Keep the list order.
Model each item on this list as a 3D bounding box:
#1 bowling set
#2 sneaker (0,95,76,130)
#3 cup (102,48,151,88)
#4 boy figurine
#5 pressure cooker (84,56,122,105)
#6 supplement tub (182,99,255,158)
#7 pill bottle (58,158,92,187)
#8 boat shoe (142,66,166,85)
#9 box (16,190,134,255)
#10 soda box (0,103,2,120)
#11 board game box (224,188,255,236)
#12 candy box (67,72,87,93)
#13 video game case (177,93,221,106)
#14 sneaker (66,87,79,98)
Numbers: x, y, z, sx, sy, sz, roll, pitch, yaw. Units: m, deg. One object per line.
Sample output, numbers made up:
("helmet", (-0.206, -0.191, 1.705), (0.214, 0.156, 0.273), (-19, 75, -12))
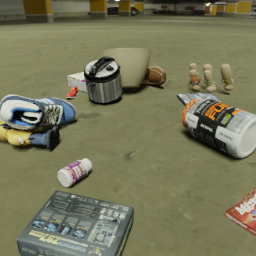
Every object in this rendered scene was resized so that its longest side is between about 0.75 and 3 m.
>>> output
("bowling set", (3.971, -2.434, 14.978), (1.920, 1.481, 2.759), (-33, 30, -25))
("sneaker", (-3.130, -0.424, 10.294), (2.970, 1.197, 2.175), (8, 15, -29))
("cup", (-0.059, -3.103, 14.950), (2.574, 1.841, 2.574), (-2, 4, 0))
("boy figurine", (-3.661, 0.196, 10.083), (2.369, 0.763, 1.473), (9, 20, 13))
("pressure cooker", (-1.184, -2.394, 13.488), (1.814, 2.030, 1.786), (-10, 45, -5))
("supplement tub", (3.212, -0.100, 9.871), (1.530, 1.530, 2.497), (-19, 32, -33))
("pill bottle", (-1.527, 1.277, 8.227), (0.546, 0.546, 0.973), (19, 32, 33))
("boat shoe", (0.969, -2.987, 16.290), (1.084, 1.110, 2.935), (-24, 26, -29))
("box", (-1.080, 2.271, 6.249), (2.105, 0.537, 1.660), (8, 27, 14))
("soda box", (-5.951, -0.365, 11.054), (2.731, 0.930, 0.869), (-6, 27, -11))
("board game box", (3.467, 2.016, 7.159), (1.947, 0.189, 1.002), (-20, 32, -34))
("candy box", (-2.185, -2.582, 15.763), (1.468, 0.657, 2.153), (-24, 35, -39))
("video game case", (3.542, -1.465, 14.099), (1.854, 0.176, 1.324), (-3, 27, -8))
("sneaker", (-2.907, -1.855, 14.528), (0.432, 0.477, 1.123), (6, 27, 12))
